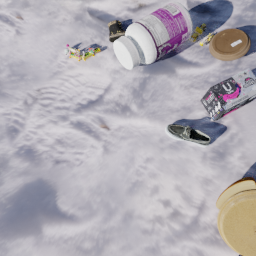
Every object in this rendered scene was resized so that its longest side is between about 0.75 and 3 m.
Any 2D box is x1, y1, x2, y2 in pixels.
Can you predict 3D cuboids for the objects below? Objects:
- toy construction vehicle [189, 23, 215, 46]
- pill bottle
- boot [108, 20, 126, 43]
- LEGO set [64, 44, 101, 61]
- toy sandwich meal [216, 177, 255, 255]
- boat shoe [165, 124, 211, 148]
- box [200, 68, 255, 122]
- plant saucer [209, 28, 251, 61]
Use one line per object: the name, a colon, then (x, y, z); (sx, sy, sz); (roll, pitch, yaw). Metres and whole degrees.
toy construction vehicle: (2.928, -3.672, 10.971); (0.962, 0.339, 0.838); (-38, 69, -17)
pill bottle: (0.883, -3.265, 10.109); (2.741, 1.539, 1.539); (-35, 68, -15)
boot: (-0.241, -3.844, 11.032); (1.139, 0.417, 0.858); (-12, 65, 1)
LEGO set: (-1.724, -2.891, 10.484); (1.370, 0.510, 0.630); (2, 63, 1)
toy sandwich meal: (3.276, 2.347, 7.140); (2.240, 2.240, 0.767); (26, 24, 12)
boat shoe: (1.937, 0.152, 8.945); (1.499, 0.532, 0.540); (17, 65, 9)
box: (3.396, -1.092, 9.217); (1.609, 1.063, 0.923); (-27, 75, -13)
plant saucer: (3.753, -3.136, 10.366); (1.482, 0.218, 1.482); (-8, 62, 16)
